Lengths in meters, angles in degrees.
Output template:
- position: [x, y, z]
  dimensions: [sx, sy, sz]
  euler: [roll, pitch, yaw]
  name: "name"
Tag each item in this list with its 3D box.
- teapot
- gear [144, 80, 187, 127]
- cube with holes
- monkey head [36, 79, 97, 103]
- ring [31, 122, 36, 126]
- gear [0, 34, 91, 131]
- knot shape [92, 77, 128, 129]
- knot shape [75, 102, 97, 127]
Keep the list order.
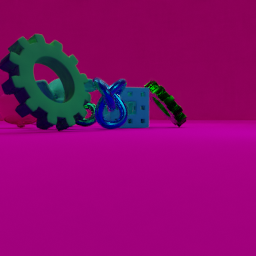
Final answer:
- position: [-3.067, -0.512, 8.187]
  dimensions: [2.017, 0.987, 1.254]
  euler: [-9, -17, 7]
  name: "teapot"
- position: [1.172, -0.764, 8.862]
  dimensions: [0.310, 1.677, 1.677]
  euler: [-41, 3, -1]
  name: "gear"
- position: [-0.100, -0.575, 8.274]
  dimensions: [1.127, 1.127, 1.127]
  euler: [-1, 1, -17]
  name: "cube with holes"
- position: [-1.818, -0.883, 7.176]
  dimensions: [1.994, 1.202, 1.435]
  euler: [-7, -44, 23]
  name: "monkey head"
- position: [-3.322, -0.364, 10.154]
  dimensions: [1.240, 0.248, 1.240]
  euler: [17, 13, -4]
  name: "ring"
- position: [-1.595, -0.921, 5.736]
  dimensions: [0.360, 1.948, 1.948]
  euler: [-21, -11, 34]
  name: "gear"
- position: [-0.415, -0.597, 6.897]
  dimensions: [0.623, 1.261, 1.348]
  euler: [-2, 2, 24]
  name: "knot shape"
- position: [-2.007, -0.556, 9.658]
  dimensions: [1.787, 0.826, 1.672]
  euler: [4, 5, -32]
  name: "knot shape"
